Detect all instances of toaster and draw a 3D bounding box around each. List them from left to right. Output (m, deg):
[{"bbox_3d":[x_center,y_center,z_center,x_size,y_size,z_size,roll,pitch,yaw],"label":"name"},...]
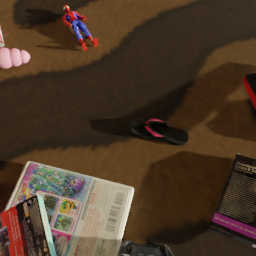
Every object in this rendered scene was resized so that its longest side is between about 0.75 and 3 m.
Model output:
[{"bbox_3d":[0.280,2.754,4.995,1.040,1.831,1.182,5,80,1],"label":"toaster"}]

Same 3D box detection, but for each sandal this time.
[{"bbox_3d":[0.786,0.028,7.105,1.550,0.349,0.582,14,63,7],"label":"sandal"}]

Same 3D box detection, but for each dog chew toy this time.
[{"bbox_3d":[-3.336,-2.044,8.119,0.939,0.585,0.585,-8,62,-14],"label":"dog chew toy"}]

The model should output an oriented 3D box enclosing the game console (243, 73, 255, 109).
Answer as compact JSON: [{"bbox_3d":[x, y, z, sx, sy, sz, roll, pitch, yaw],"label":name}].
[{"bbox_3d":[4.674,-0.730,7.061,2.813,0.437,2.488,-8,45,5],"label":"game console"}]

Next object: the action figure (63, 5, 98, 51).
[{"bbox_3d":[-1.600,-3.256,8.827,0.624,0.493,1.907,-28,63,-11],"label":"action figure"}]

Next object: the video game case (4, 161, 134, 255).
[{"bbox_3d":[-1.473,2.313,5.888,2.613,0.340,2.871,13,63,8],"label":"video game case"}]

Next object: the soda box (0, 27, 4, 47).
[{"bbox_3d":[-4.129,-2.970,8.712,0.315,0.348,0.993,-18,64,-10],"label":"soda box"}]

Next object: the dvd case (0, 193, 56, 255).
[{"bbox_3d":[-2.602,2.643,5.292,2.558,0.282,1.867,-28,55,-1],"label":"dvd case"}]

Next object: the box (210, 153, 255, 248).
[{"bbox_3d":[2.772,1.570,6.098,1.355,0.342,1.895,17,63,28],"label":"box"}]
